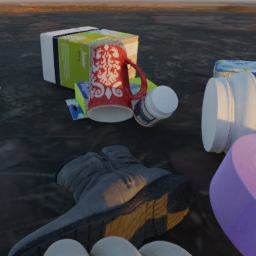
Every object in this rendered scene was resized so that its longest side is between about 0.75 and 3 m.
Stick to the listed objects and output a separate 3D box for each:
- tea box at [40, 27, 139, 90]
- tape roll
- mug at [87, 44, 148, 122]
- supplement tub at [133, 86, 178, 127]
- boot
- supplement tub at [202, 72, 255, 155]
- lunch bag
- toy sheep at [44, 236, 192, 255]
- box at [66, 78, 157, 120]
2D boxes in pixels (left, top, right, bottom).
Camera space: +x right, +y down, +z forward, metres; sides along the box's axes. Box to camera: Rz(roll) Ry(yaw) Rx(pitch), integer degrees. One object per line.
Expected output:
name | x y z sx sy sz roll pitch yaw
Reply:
tea box | -1.348 -2.585 10.320 2.541 1.726 2.583 20 33 25
tape roll | 2.246 1.006 3.666 2.189 0.718 2.189 12 34 -8
mug | -0.279 -1.142 7.098 1.523 1.145 1.716 -4 71 4
supplement tub | 0.655 -0.516 6.856 0.764 0.764 1.089 -14 -9 -25
boot | -0.597 1.118 4.156 2.928 1.022 1.928 -11 24 -43
supplement tub | 2.874 -0.210 5.640 2.474 1.790 1.790 3 27 4
lunch bag | 4.136 -1.724 9.558 2.379 0.981 1.912 8 29 16
toy sheep | -0.175 1.672 1.736 2.966 2.045 2.045 -10 29 -20
box | -0.455 -0.961 8.458 2.663 0.635 1.624 -8 27 -17
